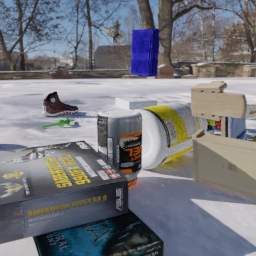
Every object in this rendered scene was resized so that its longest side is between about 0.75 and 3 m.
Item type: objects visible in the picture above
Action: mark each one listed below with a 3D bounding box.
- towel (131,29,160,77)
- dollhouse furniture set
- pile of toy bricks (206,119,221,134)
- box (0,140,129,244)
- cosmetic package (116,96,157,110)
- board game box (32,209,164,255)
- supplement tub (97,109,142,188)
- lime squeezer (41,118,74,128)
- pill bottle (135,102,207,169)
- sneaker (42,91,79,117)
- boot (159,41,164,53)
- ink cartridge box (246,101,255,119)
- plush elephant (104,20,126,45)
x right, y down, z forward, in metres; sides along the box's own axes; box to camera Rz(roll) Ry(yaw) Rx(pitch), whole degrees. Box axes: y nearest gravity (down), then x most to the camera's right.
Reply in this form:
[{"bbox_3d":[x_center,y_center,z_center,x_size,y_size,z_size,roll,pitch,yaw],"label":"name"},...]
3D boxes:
[{"bbox_3d":[0.605,-2.963,11.035,1.343,1.819,0.451,13,16,41],"label":"towel"},{"bbox_3d":[2.741,-0.041,6.170,1.657,2.398,2.540,10,28,37],"label":"dollhouse furniture set"},{"bbox_3d":[3.074,-0.311,10.855,2.315,1.284,1.143,-10,-26,44],"label":"pile of toy bricks"},{"bbox_3d":[-1.328,0.868,4.834,1.910,0.583,2.411,-6,14,-23],"label":"box"},{"bbox_3d":[0.446,-1.470,16.542,1.754,0.601,2.326,-8,15,-21],"label":"cosmetic package"},{"bbox_3d":[-0.676,1.463,4.278,1.488,0.310,2.200,-7,15,-28],"label":"board game box"},{"bbox_3d":[-0.174,0.427,5.989,0.962,1.570,0.962,0,14,0],"label":"supplement tub"},{"bbox_3d":[-2.737,-0.191,11.792,0.627,0.335,1.775,-29,-7,38],"label":"lime squeezer"},{"bbox_3d":[1.087,0.086,7.654,1.492,1.492,2.663,11,16,39],"label":"pill bottle"},{"bbox_3d":[-3.414,-1.291,14.332,0.786,1.200,2.077,11,17,40],"label":"sneaker"},{"bbox_3d":[1.728,-4.538,15.697,0.336,0.913,0.436,-20,34,27],"label":"boot"},{"bbox_3d":[5.731,-0.911,13.815,1.649,0.688,1.197,-7,15,-29],"label":"ink cartridge box"},{"bbox_3d":[-0.602,-4.611,13.714,0.869,0.817,1.055,-29,39,12],"label":"plush elephant"}]
